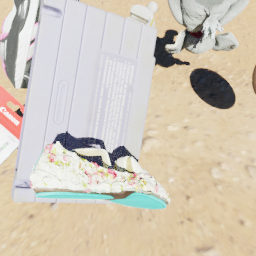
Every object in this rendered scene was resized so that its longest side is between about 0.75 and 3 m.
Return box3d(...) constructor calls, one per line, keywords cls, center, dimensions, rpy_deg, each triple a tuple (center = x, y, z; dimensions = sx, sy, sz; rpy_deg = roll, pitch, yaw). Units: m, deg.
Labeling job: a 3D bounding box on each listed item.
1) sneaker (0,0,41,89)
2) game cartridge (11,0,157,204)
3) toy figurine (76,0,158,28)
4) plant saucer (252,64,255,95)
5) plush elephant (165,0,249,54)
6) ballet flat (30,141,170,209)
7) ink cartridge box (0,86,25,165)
box3d(cls="sneaker", center=(-1.763, -2.117, 5.814), dimensions=(1.289, 2.985, 1.199), rpy_deg=(-2, 40, -39))
box3d(cls="game cartridge", center=(-0.604, -0.316, 4.423), dimensions=(1.933, 2.982, 0.572), rpy_deg=(9, 1, -30))
box3d(cls="toy figurine", center=(-0.690, -2.887, 6.941), dimensions=(2.692, 2.734, 1.902), rpy_deg=(-21, 2, 10))
box3d(cls="plant saucer", center=(3.345, -1.022, 5.674), dimensions=(1.515, 1.515, 0.277), rpy_deg=(15, 16, 14))
box3d(cls="plush elephant", center=(1.877, -2.744, 7.077), dimensions=(1.974, 1.855, 2.396), rpy_deg=(6, 70, 1))
box3d(cls="ballet flat", center=(-0.196, 0.602, 3.429), dimensions=(2.001, 0.757, 0.640), rpy_deg=(20, 60, -40))
box3d(cls="ink cartridge box", center=(-2.559, 0.028, 5.396), dimensions=(1.353, 1.089, 0.339), rpy_deg=(-45, 11, 1))
